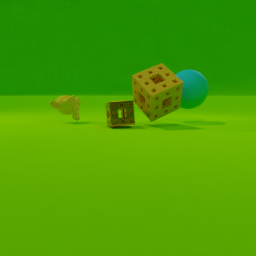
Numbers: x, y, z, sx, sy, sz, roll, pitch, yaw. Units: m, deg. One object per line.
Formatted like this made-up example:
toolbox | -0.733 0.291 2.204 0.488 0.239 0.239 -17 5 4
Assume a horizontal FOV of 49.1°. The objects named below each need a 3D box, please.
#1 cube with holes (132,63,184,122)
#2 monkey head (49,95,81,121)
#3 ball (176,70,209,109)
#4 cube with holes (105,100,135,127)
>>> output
cube with holes | 0.878 -1.087 8.554 1.080 1.080 1.080 -25 53 -17
monkey head | -2.033 -0.644 9.524 0.795 0.949 1.318 -15 -13 19
ball | 2.081 -1.324 9.661 1.343 1.343 1.343 0 7 0
cube with holes | -0.245 -0.428 8.347 0.708 0.708 0.708 -5 3 -14
